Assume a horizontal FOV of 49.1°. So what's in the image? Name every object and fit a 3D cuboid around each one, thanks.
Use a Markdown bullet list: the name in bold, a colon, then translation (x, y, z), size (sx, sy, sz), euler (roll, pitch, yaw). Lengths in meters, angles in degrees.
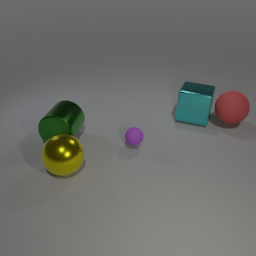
- **ball**: translation (4.409, -0.872, 11.886), size (1.400, 1.400, 1.400), euler (0, 31, 0)
- **ball**: translation (0.239, 0.311, 10.598), size (0.700, 0.700, 0.700), euler (0, 31, 0)
- **ball**: translation (-2.157, 0.886, 9.322), size (1.400, 1.400, 1.400), euler (0, 31, 0)
- **cylinder**: translation (-2.571, -0.171, 10.987), size (1.400, 1.400, 1.400), euler (6, 32, 10)
- **cube**: translation (2.986, -1.108, 12.428), size (1.400, 1.400, 1.400), euler (13, 30, 17)
